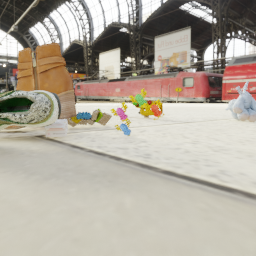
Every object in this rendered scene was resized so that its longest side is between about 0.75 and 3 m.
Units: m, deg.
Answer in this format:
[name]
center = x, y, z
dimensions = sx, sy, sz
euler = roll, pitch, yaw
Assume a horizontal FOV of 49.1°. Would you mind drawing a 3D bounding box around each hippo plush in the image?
[hippo plush]
center = 4.513, -0.837, 11.495
dimensions = 1.231, 1.546, 1.243
euler = -29, -3, -20

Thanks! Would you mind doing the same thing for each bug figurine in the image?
[bug figurine]
center = 0.194, -0.326, 6.666
dimensions = 1.293, 1.002, 0.333
euler = -32, 42, 9

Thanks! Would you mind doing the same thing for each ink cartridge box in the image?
[ink cartridge box]
center = -1.743, 0.019, 6.843
dimensions = 0.485, 0.286, 0.842
euler = -2, 15, -8

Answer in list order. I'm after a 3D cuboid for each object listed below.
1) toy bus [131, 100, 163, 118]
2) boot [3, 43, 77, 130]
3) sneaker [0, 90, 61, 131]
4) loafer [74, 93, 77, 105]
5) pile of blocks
[toy bus]
center = 0.894, -0.874, 13.142
dimensions = 1.425, 0.781, 1.511
euler = -2, -1, -4
[boot]
center = -2.842, -1.094, 7.743
dimensions = 2.708, 2.102, 1.038
euler = -11, 6, 14
[sneaker]
center = -2.649, -0.395, 5.582
dimensions = 2.426, 0.933, 1.075
euler = -10, -7, 3
[loafer]
center = -2.492, -0.679, 9.283
dimensions = 2.190, 0.799, 0.781
euler = -20, -15, 26
[pile of blocks]
center = -1.329, -0.431, 9.291
dimensions = 1.548, 0.635, 0.481
euler = -4, 45, -28
